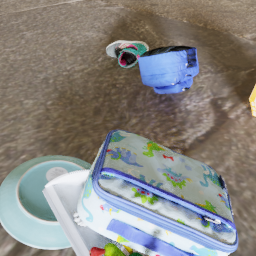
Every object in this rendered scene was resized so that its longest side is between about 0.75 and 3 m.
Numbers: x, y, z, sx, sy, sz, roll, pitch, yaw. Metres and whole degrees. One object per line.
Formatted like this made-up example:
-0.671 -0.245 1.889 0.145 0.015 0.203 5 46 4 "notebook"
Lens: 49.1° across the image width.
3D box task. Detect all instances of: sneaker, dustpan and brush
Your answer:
-0.254 -3.200 12.303 2.090 0.874 1.262 4 42 30 "sneaker"
-0.249 1.522 6.004 1.842 0.755 2.639 55 28 16 "dustpan and brush"

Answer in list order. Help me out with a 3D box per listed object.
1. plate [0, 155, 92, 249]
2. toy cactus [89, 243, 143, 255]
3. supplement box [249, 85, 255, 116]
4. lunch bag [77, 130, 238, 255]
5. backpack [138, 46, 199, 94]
-1.575 1.430 6.254 2.514 0.321 2.514 9 39 -7 "plate"
0.434 2.396 4.583 1.969 1.007 1.625 8 -5 43 "toy cactus"
4.962 -0.544 8.007 2.583 1.628 0.950 24 87 30 "supplement box"
0.597 1.307 5.353 2.818 1.162 2.265 25 29 -3 "lunch bag"
1.418 -2.004 9.653 1.603 1.656 1.973 -4 10 40 "backpack"
